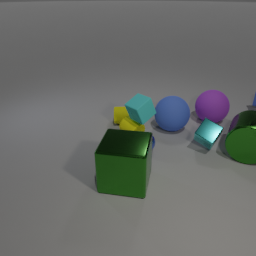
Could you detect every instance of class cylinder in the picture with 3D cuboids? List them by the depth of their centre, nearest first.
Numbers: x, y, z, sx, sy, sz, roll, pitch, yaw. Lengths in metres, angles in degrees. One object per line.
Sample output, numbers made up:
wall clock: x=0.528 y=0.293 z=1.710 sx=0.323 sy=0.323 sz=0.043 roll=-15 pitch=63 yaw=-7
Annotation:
cylinder: x=4.111 y=0.282 z=9.484 sx=1.400 sy=1.400 sz=1.400 roll=12 pitch=30 yaw=22
cylinder: x=0.155 y=-0.006 z=10.399 sx=0.700 sy=0.700 sz=0.700 roll=-22 pitch=46 yaw=-36
cylinder: x=-0.224 y=-0.539 z=11.675 sx=0.700 sy=0.700 sz=0.700 roll=-1 pitch=28 yaw=1

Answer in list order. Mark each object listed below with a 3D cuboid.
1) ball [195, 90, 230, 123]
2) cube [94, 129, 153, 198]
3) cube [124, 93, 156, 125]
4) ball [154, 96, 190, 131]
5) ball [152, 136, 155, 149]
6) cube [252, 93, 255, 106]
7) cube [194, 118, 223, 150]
ball: x=3.538 y=-0.908 z=11.787 sx=1.400 sy=1.400 sz=1.400 roll=0 pitch=28 yaw=0
cube: x=-0.077 y=0.986 z=8.154 sx=1.400 sy=1.400 sz=1.400 roll=5 pitch=28 yaw=10
cube: x=0.435 y=-0.672 z=9.772 sx=0.700 sy=0.700 sz=0.700 roll=-41 pitch=41 yaw=-20
ball: x=1.745 y=-0.573 z=11.091 sx=1.400 sy=1.400 sz=1.400 roll=0 pitch=28 yaw=0
ball: x=0.610 y=0.501 z=9.842 sx=0.700 sy=0.700 sz=0.700 roll=0 pitch=28 yaw=0
cube: x=6.141 y=-1.262 z=12.515 sx=0.700 sy=0.700 sz=0.700 roll=13 pitch=3 yaw=-10
cube: x=2.770 y=0.203 z=9.697 sx=0.700 sy=0.700 sz=0.700 roll=34 pitch=78 yaw=20
